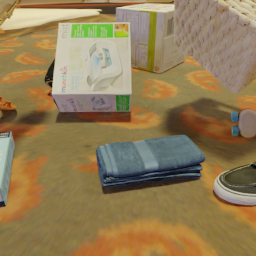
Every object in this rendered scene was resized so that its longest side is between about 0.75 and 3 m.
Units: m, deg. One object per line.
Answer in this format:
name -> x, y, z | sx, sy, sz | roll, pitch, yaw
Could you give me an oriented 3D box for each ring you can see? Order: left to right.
ring -> -4.727, -0.965, 8.409 | 2.609, 0.250, 2.609 | 15, 5, -1

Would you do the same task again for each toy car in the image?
toy car -> 3.304, -0.215, 7.798 | 0.825, 0.791, 0.895 | -3, 15, 17

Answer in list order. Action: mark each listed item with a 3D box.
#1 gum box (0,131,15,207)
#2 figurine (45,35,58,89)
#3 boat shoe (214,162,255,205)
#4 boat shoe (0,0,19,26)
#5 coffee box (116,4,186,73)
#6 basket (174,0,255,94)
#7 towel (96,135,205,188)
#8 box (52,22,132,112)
gum box -> -3.520, 0.895, 5.965 | 1.874, 0.491, 2.205 | -7, 30, -13
figurine -> -1.751, -2.533, 10.368 | 2.274, 2.219, 0.979 | 5, -15, 7
boat shoe -> 3.017, 0.893, 5.708 | 2.638, 0.747, 0.905 | -6, 30, -11
boat shoe -> -3.148, -2.932, 6.474 | 1.052, 0.987, 2.853 | 17, 54, 4
coffee box -> 1.157, -4.370, 13.275 | 2.556, 2.585, 2.581 | 19, 34, 31
basket -> 2.666, -2.772, 6.807 | 2.175, 2.705, 2.680 | -40, 68, -7
towel -> 0.456, 0.708, 6.269 | 2.252, 0.546, 1.257 | -7, 29, -10
box -> -1.063, -1.928, 8.979 | 2.339, 1.282, 2.651 | 1, 68, -1
